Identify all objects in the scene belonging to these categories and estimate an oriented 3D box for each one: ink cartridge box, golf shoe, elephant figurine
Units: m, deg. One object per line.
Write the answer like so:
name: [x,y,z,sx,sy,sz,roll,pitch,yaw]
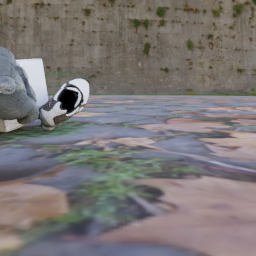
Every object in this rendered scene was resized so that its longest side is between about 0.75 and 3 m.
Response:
ink cartridge box: [-3.908,-1.061,8.573,2.928,1.882,1.834,4,19,26]
golf shoe: [-1.647,-0.872,8.445,1.220,1.004,2.582,-26,22,36]
elephant figurine: [-3.713,-0.492,6.470,2.863,2.026,2.221,-22,-31,-5]
